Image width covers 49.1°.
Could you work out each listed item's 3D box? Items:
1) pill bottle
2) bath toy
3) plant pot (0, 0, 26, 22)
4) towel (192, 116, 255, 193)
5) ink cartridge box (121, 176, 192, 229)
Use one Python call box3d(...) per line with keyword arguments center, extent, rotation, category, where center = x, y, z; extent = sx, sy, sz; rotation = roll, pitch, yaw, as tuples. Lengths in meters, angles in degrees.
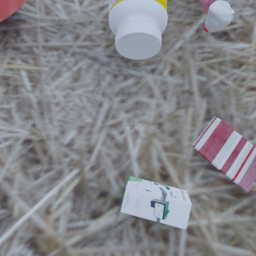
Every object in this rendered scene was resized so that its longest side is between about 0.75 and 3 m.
box3d(center=(0.257, -3.169, 7.148), extent=(1.472, 1.472, 2.618), rotation=(0, 71, 0), category="pill bottle")
box3d(center=(2.310, -3.659, 7.987), extent=(1.041, 0.885, 2.395), rotation=(7, 57, -24), category="bath toy")
box3d(center=(-3.962, -3.837, 7.437), extent=(1.889, 1.671, 1.889), rotation=(-15, 46, 16), category="plant pot")
box3d(center=(2.484, 0.605, 6.821), extent=(1.653, 0.188, 1.191), rotation=(41, 61, 6), category="towel")
box3d(center=(0.623, 1.615, 6.213), extent=(1.410, 1.030, 0.594), rotation=(13, 95, 4), category="ink cartridge box")
